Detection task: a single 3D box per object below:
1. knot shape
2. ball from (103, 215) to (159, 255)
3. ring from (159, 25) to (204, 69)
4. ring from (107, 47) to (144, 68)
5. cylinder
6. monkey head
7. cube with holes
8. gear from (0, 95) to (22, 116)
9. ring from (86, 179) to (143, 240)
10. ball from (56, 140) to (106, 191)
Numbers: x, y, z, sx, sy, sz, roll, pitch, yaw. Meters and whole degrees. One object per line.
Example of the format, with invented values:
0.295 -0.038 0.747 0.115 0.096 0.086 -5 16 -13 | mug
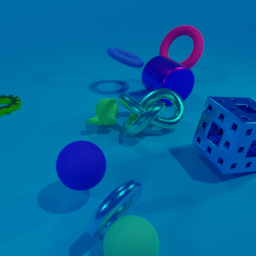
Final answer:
0.552 -0.457 8.210 2.092 0.967 1.958 5 28 18 | knot shape
0.054 1.925 4.628 0.921 0.921 0.921 0 32 0 | ball
2.136 -3.217 11.433 1.961 1.961 0.392 28 10 37 | ring
-0.091 -2.656 10.495 1.456 0.291 1.456 20 23 -9 | ring
1.401 -1.715 9.977 1.387 1.387 1.387 -15 36 -23 | cylinder
-0.777 -0.483 8.308 0.976 0.817 1.356 -4 -3 -28 | monkey head
2.656 0.133 6.839 1.351 1.351 1.351 -1 31 -23 | cube with holes
-4.306 -0.786 9.605 1.198 0.222 1.198 0 32 0 | gear
-0.219 1.465 5.061 0.264 1.322 1.322 40 47 20 | ring
-0.948 0.762 5.712 1.017 1.017 1.017 0 32 0 | ball
